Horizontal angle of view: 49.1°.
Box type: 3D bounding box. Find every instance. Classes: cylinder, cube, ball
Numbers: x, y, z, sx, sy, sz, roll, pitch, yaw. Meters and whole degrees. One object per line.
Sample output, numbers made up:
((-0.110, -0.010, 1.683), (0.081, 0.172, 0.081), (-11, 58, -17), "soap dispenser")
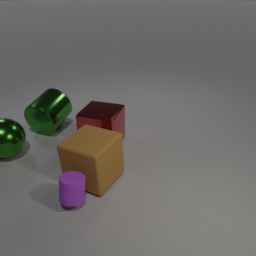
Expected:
((-3.215, -0.671, 11.356), (1.400, 1.400, 1.400), (11, 42, 19), "cylinder")
((-0.976, -0.064, 10.490), (1.400, 1.400, 1.400), (9, 30, 15), "cube")
((-1.511, 1.632, 7.566), (0.700, 0.700, 0.700), (4, 20, -2), "cylinder")
((-4.286, 0.354, 9.730), (1.400, 1.400, 1.400), (0, 28, 0), "ball")
((-1.071, 0.919, 8.490), (1.400, 1.400, 1.400), (13, 34, 26), "cube")
